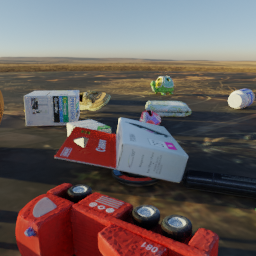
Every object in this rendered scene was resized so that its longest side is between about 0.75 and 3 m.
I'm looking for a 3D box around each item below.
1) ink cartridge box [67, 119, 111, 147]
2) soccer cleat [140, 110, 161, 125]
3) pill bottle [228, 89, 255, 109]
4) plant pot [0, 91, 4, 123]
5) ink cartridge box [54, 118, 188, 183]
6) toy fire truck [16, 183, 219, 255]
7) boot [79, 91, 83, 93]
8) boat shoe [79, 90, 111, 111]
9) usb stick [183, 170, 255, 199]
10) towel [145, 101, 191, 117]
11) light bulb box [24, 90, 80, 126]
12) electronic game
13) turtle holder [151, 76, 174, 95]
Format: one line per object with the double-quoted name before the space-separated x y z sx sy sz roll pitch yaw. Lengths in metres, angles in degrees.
"ink cartridge box" -1.113 0.130 7.888 0.845 0.487 1.158 -9 17 -32
"soccer cleat" 0.774 -0.372 9.516 0.579 0.664 1.737 4 15 16
"pill bottle" 5.196 -1.337 12.925 0.852 0.852 1.521 12 19 39
"plant pot" -4.053 -0.231 6.356 2.269 2.269 1.588 -6 31 -21
"ink cartridge box" -0.153 0.234 6.022 2.262 0.568 2.607 13 11 -5
"toy fire truck" -0.220 1.426 2.325 2.954 0.720 2.083 9 17 32
"boot" -2.425 -1.646 14.831 1.408 0.532 1.608 -6 16 -21
"boat shoe" -1.590 -1.185 11.618 2.083 0.692 0.771 -5 49 44
"usb stick" 1.901 1.002 4.871 1.854 0.302 0.514 5 10 19
"towel" 1.634 -0.793 11.714 1.808 0.435 1.548 1 17 3
"light bulb box" -2.675 -0.769 10.206 1.731 1.080 1.716 -1 14 -5
"electronic game" 0.205 0.868 5.537 1.064 0.221 1.064 0 14 0
"turtle holder" 2.160 -2.725 17.862 1.561 1.109 1.186 -1 15 -3
